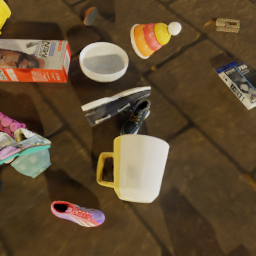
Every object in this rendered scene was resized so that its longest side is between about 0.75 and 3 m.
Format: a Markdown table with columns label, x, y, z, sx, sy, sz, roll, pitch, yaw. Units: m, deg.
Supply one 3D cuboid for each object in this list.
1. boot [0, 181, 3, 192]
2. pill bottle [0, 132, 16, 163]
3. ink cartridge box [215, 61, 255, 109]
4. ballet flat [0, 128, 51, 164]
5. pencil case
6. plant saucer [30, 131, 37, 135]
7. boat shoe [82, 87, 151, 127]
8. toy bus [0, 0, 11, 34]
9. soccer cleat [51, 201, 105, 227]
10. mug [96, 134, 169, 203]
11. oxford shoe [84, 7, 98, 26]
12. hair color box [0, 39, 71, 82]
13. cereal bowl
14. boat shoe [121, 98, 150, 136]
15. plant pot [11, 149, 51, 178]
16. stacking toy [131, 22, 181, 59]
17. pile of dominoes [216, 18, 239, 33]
| label | x | y | z | sx | sy | sz | roll | pitch | yaw |
| --- | --- | --- | --- | --- | --- | --- | --- | --- | --- |
| boot | -4.951 | 2.319 | 8.586 | 1.029 | 0.793 | 2.122 | 21 | 53 | 22 |
| pill bottle | -4.713 | 0.531 | 9.316 | 1.859 | 1.045 | 1.045 | 16 | 62 | 8 |
| ink cartridge box | 4.497 | -1.841 | 10.981 | 1.101 | 0.434 | 2.214 | -26 | 63 | -13 |
| ballet flat | -2.667 | 0.407 | 6.580 | 1.963 | 0.679 | 0.699 | -24 | 87 | -55 |
| pencil case | -4.392 | -0.198 | 9.943 | 1.573 | 0.737 | 0.714 | 29 | 110 | 14 |
| plant saucer | -3.446 | 0.503 | 9.777 | 0.812 | 0.149 | 0.812 | 2 | 71 | -7 |
| boat shoe | -0.288 | -0.835 | 10.146 | 2.782 | 1.028 | 0.839 | -22 | 98 | -30 |
| toy bus | -6.506 | -4.774 | 12.182 | 2.088 | 1.417 | 2.004 | 11 | 78 | 9 |
| soccer cleat | -1.530 | 2.563 | 8.436 | 1.656 | 0.633 | 0.552 | 13 | 62 | 7 |
| mug | 0.211 | 1.371 | 8.783 | 1.743 | 2.176 | 1.786 | 18 | 68 | -27 |
| oxford shoe | -1.797 | -5.079 | 12.793 | 0.440 | 0.440 | 1.234 | 6 | 52 | 18 |
| hair color box | -3.812 | -2.688 | 11.179 | 2.770 | 0.885 | 1.536 | 1 | 62 | 2 |
| cereal bowl | -0.964 | -2.481 | 11.037 | 1.879 | 0.783 | 1.879 | 5 | 55 | -7 |
| boat shoe | 0.249 | -0.355 | 9.976 | 0.572 | 0.734 | 1.618 | 29 | 65 | 15 |
| plant pot | -3.013 | 1.094 | 9.044 | 1.208 | 1.208 | 0.809 | -39 | 96 | -19 |
| stacking toy | 1.024 | -3.102 | 9.396 | 1.635 | 1.195 | 1.195 | -9 | 56 | 32 |
| pile of dominoes | 4.543 | -4.700 | 12.686 | 1.052 | 0.168 | 0.820 | 7 | 61 | 5 |
